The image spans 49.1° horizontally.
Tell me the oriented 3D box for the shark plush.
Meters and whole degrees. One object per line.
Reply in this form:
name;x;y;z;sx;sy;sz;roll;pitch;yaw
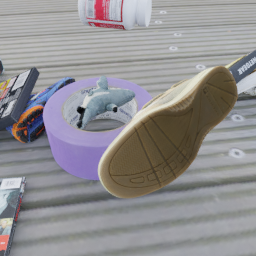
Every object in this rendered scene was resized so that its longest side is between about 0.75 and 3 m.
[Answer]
shark plush;-0.444;-0.484;5.130;0.691;0.753;1.658;17;19;15

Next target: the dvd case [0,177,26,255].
dvd case;-2.933;1.855;5.447;1.511;0.228;2.070;-4;43;-4

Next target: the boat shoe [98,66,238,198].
boat shoe;0.554;-0.016;4.125;2.694;0.972;0.875;-41;19;-27

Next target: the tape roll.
tape roll;-0.662;-0.095;6.958;2.652;1.127;2.652;0;41;0

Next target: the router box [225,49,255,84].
router box;2.979;-1.561;8.423;1.835;1.443;0.479;-34;94;-33

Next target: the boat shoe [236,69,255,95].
boat shoe;4.065;-1.379;8.558;2.574;0.892;0.911;-28;2;-4

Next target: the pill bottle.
pill bottle;-0.393;-3.850;9.060;2.179;1.223;1.223;10;43;12

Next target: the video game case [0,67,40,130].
video game case;-3.497;-0.595;7.519;2.035;0.287;2.252;-20;39;17

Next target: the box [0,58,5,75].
box;-5.093;-1.565;8.541;0.726;1.216;2.956;12;43;12

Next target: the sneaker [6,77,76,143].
sneaker;-2.380;-0.705;7.803;1.032;0.991;2.630;18;43;26
